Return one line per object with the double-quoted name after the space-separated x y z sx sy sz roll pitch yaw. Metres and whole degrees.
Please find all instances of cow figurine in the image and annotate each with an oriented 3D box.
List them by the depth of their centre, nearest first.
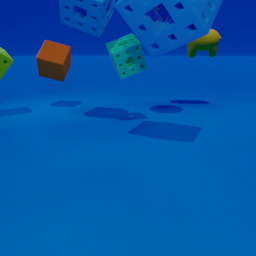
2.511 -3.408 10.101 1.725 1.698 0.947 1 46 6 "cow figurine"

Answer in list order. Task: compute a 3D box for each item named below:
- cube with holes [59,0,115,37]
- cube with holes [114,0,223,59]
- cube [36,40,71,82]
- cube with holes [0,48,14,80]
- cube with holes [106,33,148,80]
-1.052 -3.422 7.494 1.153 1.153 1.153 21 62 1 "cube with holes"
0.848 -2.497 5.572 1.334 1.334 1.334 -14 37 45 "cube with holes"
-2.743 -2.490 10.459 0.981 0.981 0.981 14 57 -2 "cube"
-4.501 -2.145 8.817 1.049 1.049 1.049 31 8 -48 "cube with holes"
-0.043 -2.070 8.088 0.835 0.835 0.835 -23 38 -2 "cube with holes"
